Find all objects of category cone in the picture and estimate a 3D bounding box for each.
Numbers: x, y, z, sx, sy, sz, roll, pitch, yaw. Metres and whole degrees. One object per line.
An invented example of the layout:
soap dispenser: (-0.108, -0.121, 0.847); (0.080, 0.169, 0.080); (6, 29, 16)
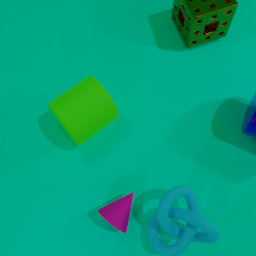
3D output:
cone: (-0.123, 1.909, 6.809); (0.879, 0.879, 0.882); (36, 82, 9)

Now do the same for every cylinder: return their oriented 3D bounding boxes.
cylinder: (-1.132, -0.437, 7.188); (1.311, 1.311, 1.311); (-37, 78, -12)
cylinder: (3.813, -0.281, 7.067); (1.382, 1.382, 1.382); (21, 76, 13)

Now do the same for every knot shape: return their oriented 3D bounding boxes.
knot shape: (1.338, 2.275, 6.524); (1.576, 0.778, 1.684); (21, 105, 6)

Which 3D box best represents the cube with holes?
cube with holes: (2.081, -3.283, 7.911); (1.246, 1.246, 1.246); (-19, 69, -4)
